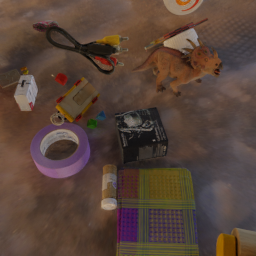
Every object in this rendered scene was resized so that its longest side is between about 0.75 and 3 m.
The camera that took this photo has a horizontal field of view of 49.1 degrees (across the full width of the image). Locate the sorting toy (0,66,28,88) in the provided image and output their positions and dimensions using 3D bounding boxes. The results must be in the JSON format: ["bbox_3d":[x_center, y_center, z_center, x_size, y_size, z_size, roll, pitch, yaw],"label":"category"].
[{"bbox_3d":[-4.104,-1.839,10.104,1.118,0.150,0.833,-28,52,-21],"label":"sorting toy"}]

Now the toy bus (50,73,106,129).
[{"bbox_3d":[-1.703,-0.715,8.681,1.763,0.911,1.663,3,72,-34],"label":"toy bus"}]

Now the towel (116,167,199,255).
[{"bbox_3d":[0.694,2.098,6.830,1.930,0.306,2.688,1,52,0],"label":"towel"}]

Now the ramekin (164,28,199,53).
[{"bbox_3d":[1.964,-3.136,10.337,1.329,0.648,1.329,-24,12,6],"label":"ramekin"}]

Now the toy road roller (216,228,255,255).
[{"bbox_3d":[2.577,3.007,5.089,1.553,1.845,2.528,9,52,7],"label":"toy road roller"}]

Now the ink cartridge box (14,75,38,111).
[{"bbox_3d":[-3.320,-1.153,9.170,0.410,0.706,0.979,0,51,0],"label":"ink cartridge box"}]

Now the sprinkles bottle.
[{"bbox_3d":[-0.478,1.511,7.235,0.387,0.387,1.134,-1,51,-1],"label":"sprinkles bottle"}]

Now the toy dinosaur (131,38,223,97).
[{"bbox_3d":[1.607,-2.152,9.180,2.881,1.952,1.236,16,53,13],"label":"toy dinosaur"}]

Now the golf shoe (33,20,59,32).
[{"bbox_3d":[-3.528,-4.382,12.001,1.077,0.391,0.496,-5,47,-15],"label":"golf shoe"}]

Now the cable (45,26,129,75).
[{"bbox_3d":[-0.724,-1.382,4.996,1.459,0.709,0.367,8,21,-8],"label":"cable"}]

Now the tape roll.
[{"bbox_3d":[-1.885,0.592,7.893,1.583,0.519,1.583,1,51,-1],"label":"tape roll"}]

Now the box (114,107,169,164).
[{"bbox_3d":[0.348,0.199,8.036,1.285,0.810,1.307,-10,52,-6],"label":"box"}]

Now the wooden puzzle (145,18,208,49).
[{"bbox_3d":[1.738,-3.626,10.833,2.639,0.185,1.565,-31,13,-23],"label":"wooden puzzle"}]

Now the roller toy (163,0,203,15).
[{"bbox_3d":[2.398,-6.150,12.500,1.977,1.804,1.382,-32,43,30],"label":"roller toy"}]
